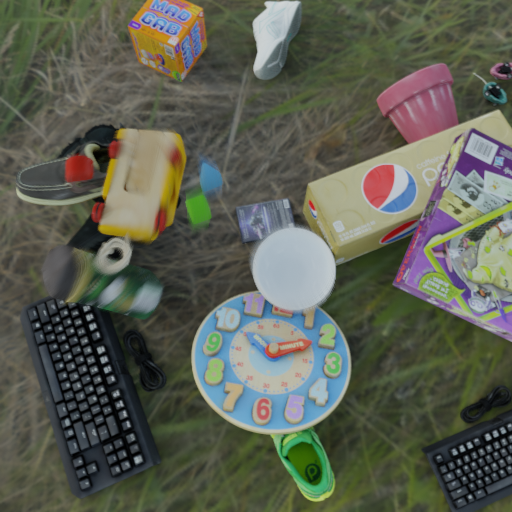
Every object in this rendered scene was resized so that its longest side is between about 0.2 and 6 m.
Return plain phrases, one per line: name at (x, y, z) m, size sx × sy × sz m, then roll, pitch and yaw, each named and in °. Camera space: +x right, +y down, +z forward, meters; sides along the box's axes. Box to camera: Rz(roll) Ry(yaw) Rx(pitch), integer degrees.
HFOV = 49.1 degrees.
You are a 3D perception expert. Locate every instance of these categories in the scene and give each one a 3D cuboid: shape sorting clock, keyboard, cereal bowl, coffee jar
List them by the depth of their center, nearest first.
keyboard at (4.481, 3.308, 10.108) m, size 2.904 × 0.373 × 1.744 m, roll -20°, pitch 72°, yaw -8°
coffee jar at (-2.806, 0.487, 10.169) m, size 1.046 × 2.006 × 0.856 m, roll 38°, pitch 104°, yaw 52°
shape sorting clock at (0.285, 1.805, 10.181) m, size 2.896 × 0.568 × 2.896 m, roll 3°, pitch 47°, yaw -3°
keyboard at (-2.903, 2.246, 10.433) m, size 2.245 × 0.480 × 3.739 m, roll -22°, pitch 73°, yaw -8°
cereal bowl at (0.686, 0.297, 10.685) m, size 1.567 × 0.653 × 1.567 m, roll 2°, pitch 73°, yaw -7°

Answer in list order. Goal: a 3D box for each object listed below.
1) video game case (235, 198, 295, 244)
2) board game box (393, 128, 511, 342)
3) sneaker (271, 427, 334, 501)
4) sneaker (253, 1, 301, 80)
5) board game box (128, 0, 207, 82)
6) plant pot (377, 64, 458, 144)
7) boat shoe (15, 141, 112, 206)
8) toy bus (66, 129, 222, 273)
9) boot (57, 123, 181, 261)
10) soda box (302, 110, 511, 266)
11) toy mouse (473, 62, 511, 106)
video game case at (0.203, -0.730, 11.670) m, size 1.150 × 0.109 × 0.821 m, roll -10°, pitch 71°, yaw -3°
board game box at (5.437, 0.211, 10.185) m, size 5.182 × 0.837 × 3.110 m, roll 26°, pitch 79°, yaw -4°
sneaker at (0.651, 3.084, 9.812) m, size 0.878 × 0.991 × 2.370 m, roll -30°, pitch 67°, yaw -11°
sneaker at (0.310, -4.963, 12.879) m, size 0.923 × 0.810 × 2.303 m, roll 15°, pitch 64°, yaw 13°
board game box at (-1.950, -4.929, 12.575) m, size 1.190 × 1.191 × 1.191 m, roll 27°, pitch 73°, yaw 9°
plant pot at (3.540, -3.037, 11.839) m, size 1.554 × 1.554 × 1.391 m, roll -23°, pitch 87°, yaw -8°
boat shoe at (-3.014, -1.668, 10.454) m, size 2.984 × 0.981 × 1.066 m, roll -6°, pitch 54°, yaw -6°
toy bus at (-1.860, -0.934, 9.292) m, size 2.320 × 1.199 × 2.189 m, roll -35°, pitch 71°, yaw -10°
boot at (-3.224, -1.237, 11.351) m, size 2.896 × 1.072 × 2.373 m, roll -39°, pitch 76°, yaw -17°
soda box at (3.170, -1.326, 11.213) m, size 4.254 × 1.362 × 1.441 m, roll -22°, pitch 72°, yaw -7°
toy mouse at (5.534, -3.871, 12.677) m, size 1.376 × 0.300 × 1.548 m, roll 14°, pitch 71°, yaw 4°
